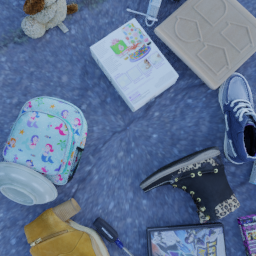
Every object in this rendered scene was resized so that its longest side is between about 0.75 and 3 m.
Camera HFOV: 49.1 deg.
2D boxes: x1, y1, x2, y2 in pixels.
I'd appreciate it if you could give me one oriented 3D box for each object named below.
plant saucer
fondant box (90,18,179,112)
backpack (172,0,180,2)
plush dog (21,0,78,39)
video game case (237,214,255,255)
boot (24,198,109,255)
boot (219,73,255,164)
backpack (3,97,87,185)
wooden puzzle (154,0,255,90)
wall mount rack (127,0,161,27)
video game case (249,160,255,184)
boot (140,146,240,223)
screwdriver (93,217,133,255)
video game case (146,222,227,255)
[{"bbox_3d":[-2.971,1.694,7.824,1.946,1.946,0.488,17,51,2],"label":"plant saucer"},{"bbox_3d":[0.182,-1.999,8.965,1.738,0.702,2.410,-35,84,-5],"label":"fondant box"},{"bbox_3d":[1.621,-5.055,9.174,1.549,1.193,1.475,40,92,1],"label":"backpack"},{"bbox_3d":[-2.562,-4.093,8.670,1.753,1.877,2.185,-1,82,0],"label":"plush dog"},{"bbox_3d":[4.540,3.447,8.306,2.128,0.381,1.928,-12,80,-1],"label":"video game case"},{"bbox_3d":[-1.775,3.517,8.158,1.814,0.892,2.534,-35,79,1],"label":"boot"},{"bbox_3d":[3.472,-0.408,8.403,1.065,1.322,2.927,-2,81,-1],"label":"boot"},{"bbox_3d":[-2.316,0.287,8.172,2.111,1.790,2.378,18,77,2],"label":"backpack"},{"bbox_3d":[2.734,-3.033,9.172,2.956,0.684,2.738,-42,84,-10],"label":"wooden puzzle"},{"bbox_3d":[0.587,-4.090,9.128,1.193,0.512,1.373,40,126,36],"label":"wall mount rack"},{"bbox_3d":[5.095,1.058,8.612,2.206,0.501,2.000,18,82,3],"label":"video game case"},{"bbox_3d":[1.846,1.868,8.295,2.587,0.947,1.948,-25,87,0],"label":"boot"},{"bbox_3d":[-0.023,3.739,8.321,2.766,0.386,0.402,48,55,4],"label":"screwdriver"},{"bbox_3d":[1.765,4.170,8.195,2.308,0.326,2.554,-3,82,-3],"label":"video game case"}]
